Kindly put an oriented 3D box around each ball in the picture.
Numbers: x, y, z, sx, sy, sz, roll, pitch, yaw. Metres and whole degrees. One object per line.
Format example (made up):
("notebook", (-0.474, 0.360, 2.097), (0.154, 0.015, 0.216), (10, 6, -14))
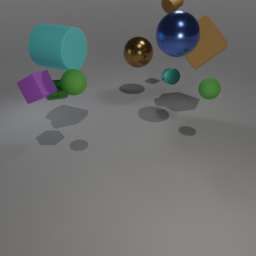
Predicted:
("ball", (-1.448, -1.219, 7.475), (0.700, 0.700, 0.700), (0, 30, 0))
("ball", (2.644, -1.274, 9.091), (0.700, 0.700, 0.700), (0, 30, 0))
("ball", (1.585, -2.981, 8.929), (1.400, 1.400, 1.400), (0, 30, 0))
("ball", (0.480, -3.528, 13.055), (1.400, 1.400, 1.400), (0, 30, 0))

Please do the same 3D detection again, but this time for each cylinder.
("cylinder", (-2.309, -2.676, 9.314), (1.400, 1.400, 1.400), (14, 32, 23))
("cylinder", (1.835, -2.242, 12.125), (0.700, 0.700, 0.700), (-3, 14, -5))
("cylinder", (-2.585, -1.375, 10.053), (0.700, 0.700, 0.700), (-13, 31, -33))
("cylinder", (1.924, -5.427, 12.099), (0.700, 0.700, 0.700), (-42, 45, -19))

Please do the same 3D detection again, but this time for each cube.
("cube", (-2.689, -1.221, 8.329), (0.700, 0.700, 0.700), (-20, 11, 27))
("cube", (2.824, -3.291, 10.729), (1.400, 1.400, 1.400), (-35, 5, 28))
